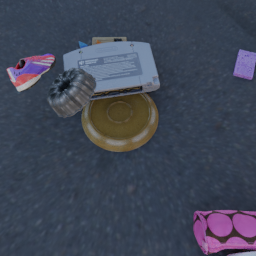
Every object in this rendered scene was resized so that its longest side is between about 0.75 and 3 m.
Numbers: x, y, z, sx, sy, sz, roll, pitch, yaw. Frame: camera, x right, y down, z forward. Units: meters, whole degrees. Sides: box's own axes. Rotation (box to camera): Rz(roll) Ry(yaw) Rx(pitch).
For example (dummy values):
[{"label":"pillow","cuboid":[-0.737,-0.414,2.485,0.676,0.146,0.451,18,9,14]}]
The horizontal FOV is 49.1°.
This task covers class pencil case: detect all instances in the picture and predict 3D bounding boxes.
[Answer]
[{"label":"pencil case","cuboid":[2.852,2.549,6.733,2.444,1.109,1.145,-1,33,2]}]

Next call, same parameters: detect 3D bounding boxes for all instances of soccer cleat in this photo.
[{"label":"soccer cleat","cuboid":[-2.789,-1.855,8.300,0.692,0.743,2.030,-13,32,27]}]

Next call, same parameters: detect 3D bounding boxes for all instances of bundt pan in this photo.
[{"label":"bundt pan","cuboid":[-1.388,-0.896,6.537,1.286,0.483,1.286,-21,48,25]}]

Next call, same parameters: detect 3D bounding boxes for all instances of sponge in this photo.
[{"label":"sponge","cuboid":[4.122,-2.238,9.838,0.635,0.170,1.138,18,63,9]}]

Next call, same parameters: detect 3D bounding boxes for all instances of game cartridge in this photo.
[{"label":"game cartridge","cuboid":[-0.588,-1.918,9.135,2.933,0.594,1.956,-8,66,-3]}]

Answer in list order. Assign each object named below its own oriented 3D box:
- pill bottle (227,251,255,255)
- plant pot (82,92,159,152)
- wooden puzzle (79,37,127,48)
[{"label":"pill bottle","cuboid":[2.870,3.723,6.240,0.969,0.969,1.727,-4,62,-2]},{"label":"plant pot","cuboid":[-0.252,-0.447,8.806,2.456,0.337,2.456,0,62,0]},{"label":"wooden puzzle","cuboid":[-0.654,-2.819,10.101,2.195,0.257,1.480,-7,62,-3]}]
